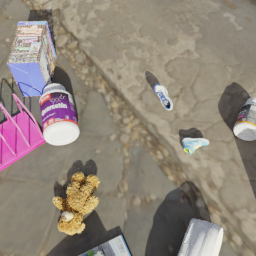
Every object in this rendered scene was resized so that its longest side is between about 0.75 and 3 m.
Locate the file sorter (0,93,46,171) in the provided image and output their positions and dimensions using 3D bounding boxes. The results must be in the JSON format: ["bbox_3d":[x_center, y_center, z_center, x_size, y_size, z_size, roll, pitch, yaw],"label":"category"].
[{"bbox_3d":[-3.829,0.160,8.349,2.090,1.311,1.453,-36,64,-21],"label":"file sorter"}]

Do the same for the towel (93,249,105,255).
[{"bbox_3d":[-0.876,3.953,6.258,1.728,0.298,1.664,-33,72,-15],"label":"towel"}]

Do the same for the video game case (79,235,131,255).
[{"bbox_3d":[-0.692,3.562,6.778,1.738,0.155,1.244,-21,60,-14],"label":"video game case"}]

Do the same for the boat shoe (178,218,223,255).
[{"bbox_3d":[1.304,3.375,6.480,0.956,1.004,2.790,13,60,34],"label":"boat shoe"}]

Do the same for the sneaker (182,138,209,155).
[{"bbox_3d":[2.093,0.593,8.666,0.814,0.324,0.531,1,54,12],"label":"sneaker"}]

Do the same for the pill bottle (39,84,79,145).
[{"bbox_3d":[-2.222,-0.476,8.915,1.073,1.073,1.909,-13,58,-9],"label":"pill bottle"}]

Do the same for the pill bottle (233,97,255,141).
[{"bbox_3d":[3.947,-0.310,8.989,0.780,0.780,1.341,24,59,15],"label":"pill bottle"}]

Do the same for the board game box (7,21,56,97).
[{"bbox_3d":[-3.285,-2.417,9.855,1.005,1.655,2.076,-2,55,-1],"label":"board game box"}]

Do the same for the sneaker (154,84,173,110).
[{"bbox_3d":[1.209,-1.051,9.409,0.380,0.445,1.010,-34,94,13],"label":"sneaker"}]

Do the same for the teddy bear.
[{"bbox_3d":[-1.394,1.957,7.602,1.250,0.575,1.724,25,60,18],"label":"teddy bear"}]
